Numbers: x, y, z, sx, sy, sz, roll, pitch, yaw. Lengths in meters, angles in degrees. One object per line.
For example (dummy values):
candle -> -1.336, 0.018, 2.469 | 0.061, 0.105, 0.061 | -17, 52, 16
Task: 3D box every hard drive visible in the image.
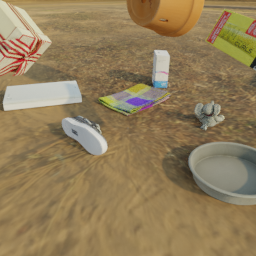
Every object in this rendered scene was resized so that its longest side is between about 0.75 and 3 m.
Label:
hard drive -> -3.070, -1.224, 10.157 | 2.552, 0.335, 1.683 | -7, 30, -14

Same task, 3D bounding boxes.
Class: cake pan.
cake pan -> 2.316, 0.960, 6.152 | 1.981, 0.363, 1.981 | 0, 29, 0

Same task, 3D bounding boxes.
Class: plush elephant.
plush elephant -> 2.414, -0.461, 8.331 | 0.798, 0.750, 0.969 | 15, 32, 25

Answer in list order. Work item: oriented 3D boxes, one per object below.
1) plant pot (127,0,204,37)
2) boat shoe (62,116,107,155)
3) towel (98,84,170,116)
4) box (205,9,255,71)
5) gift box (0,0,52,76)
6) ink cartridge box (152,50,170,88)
plant pot -> 0.900, -3.584, 7.831 | 1.394, 1.992, 1.992 | -15, 32, -38
boat shoe -> -1.032, 0.111, 7.444 | 0.658, 0.697, 1.942 | -22, 29, -33
towel -> 0.253, -1.091, 9.994 | 2.239, 0.255, 1.608 | -25, 38, -38
box -> 2.441, -1.633, 5.452 | 0.552, 0.829, 2.203 | 17, 27, -27
gift box -> -3.325, -2.378, 7.756 | 1.563, 1.544, 1.673 | 50, 23, 4
ink cartridge box -> 1.304, -2.375, 11.227 | 0.553, 1.306, 0.944 | -1, 29, -1
